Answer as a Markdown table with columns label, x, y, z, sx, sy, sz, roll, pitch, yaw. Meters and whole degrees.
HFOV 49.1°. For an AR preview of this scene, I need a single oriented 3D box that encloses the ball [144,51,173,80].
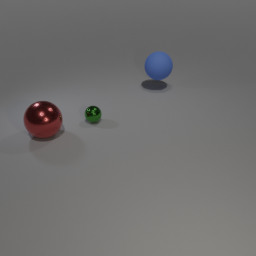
| label | x | y | z | sx | sy | sz | roll | pitch | yaw |
| --- | --- | --- | --- | --- | --- | --- | --- | --- | --- |
| ball | 1.522 | -3.090 | 13.949 | 1.400 | 1.400 | 1.400 | 0 | 31 | 0 |

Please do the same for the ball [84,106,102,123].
| label | x | y | z | sx | sy | sz | roll | pitch | yaw |
| --- | --- | --- | --- | --- | --- | --- | --- | --- | --- |
| ball | -1.424 | -0.566 | 11.439 | 0.700 | 0.700 | 0.700 | 0 | 31 | 0 |

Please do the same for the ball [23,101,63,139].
| label | x | y | z | sx | sy | sz | roll | pitch | yaw |
| --- | --- | --- | --- | --- | --- | --- | --- | --- | --- |
| ball | -3.139 | -0.310 | 10.392 | 1.400 | 1.400 | 1.400 | 0 | 31 | 0 |
